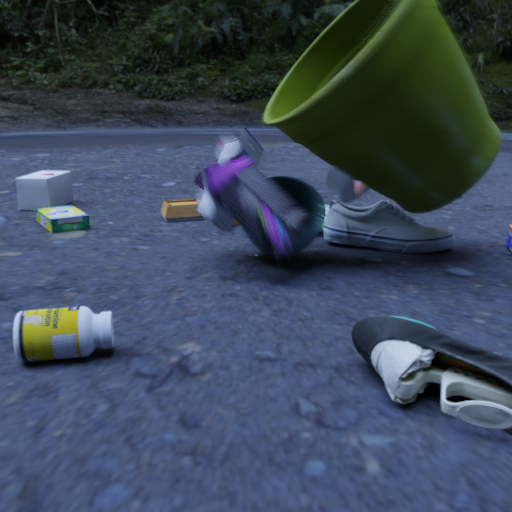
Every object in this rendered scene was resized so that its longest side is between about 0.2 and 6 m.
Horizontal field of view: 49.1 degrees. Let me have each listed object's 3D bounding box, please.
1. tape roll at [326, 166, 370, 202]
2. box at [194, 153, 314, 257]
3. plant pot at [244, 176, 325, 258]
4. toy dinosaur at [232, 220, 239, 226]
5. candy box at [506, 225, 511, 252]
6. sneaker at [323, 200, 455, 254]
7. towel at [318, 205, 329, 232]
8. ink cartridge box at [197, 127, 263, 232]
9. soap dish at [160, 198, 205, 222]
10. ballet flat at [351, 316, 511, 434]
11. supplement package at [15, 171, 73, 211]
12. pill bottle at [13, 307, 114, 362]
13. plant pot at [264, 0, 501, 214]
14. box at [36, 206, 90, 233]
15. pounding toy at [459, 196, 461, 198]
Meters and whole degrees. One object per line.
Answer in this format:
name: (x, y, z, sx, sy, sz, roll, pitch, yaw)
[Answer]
tape roll: (2.346, -1.990, 12.843, 1.568, 1.568, 0.518, -16, 56, -44)
box: (0.003, -0.923, 9.677, 1.895, 0.342, 1.355, 42, 34, 6)
plant pot: (0.457, -0.603, 10.741, 1.567, 1.050, 1.567, 3, 57, -4)
toy dinosaur: (-0.518, -0.975, 13.835, 0.979, 0.556, 1.842, 33, 32, 16)
candy box: (5.762, -0.247, 11.041, 1.330, 0.512, 1.124, 2, 18, 12)
sneaker: (2.742, -0.648, 11.571, 2.689, 0.952, 0.982, 6, 17, 9)
towel: (1.365, -0.879, 13.656, 2.514, 0.294, 1.918, -12, 20, -38)
ink cartridge box: (-0.473, -1.484, 10.854, 0.346, 1.865, 0.883, 17, -13, 32)
soap dish: (-1.868, -1.183, 14.361, 1.090, 0.443, 0.858, -6, 17, -16)
ballet flat: (1.885, 1.197, 5.704, 2.391, 0.813, 0.818, 13, 29, 38)
supplement package: (-5.934, -1.856, 15.808, 0.933, 0.922, 1.539, 2, 16, 5)
pill bottle: (-2.313, 0.939, 6.810, 1.102, 0.617, 0.617, -4, 17, -11)
plant pot: (2.565, -2.664, 10.352, 3.379, 3.510, 3.510, 39, 4, -20)
box: (-4.733, -0.925, 13.627, 0.927, 0.382, 1.580, -10, 18, -33)
pounding toy: (5.344, -2.267, 17.253, 1.956, 0.895, 1.719, 1, 16, 6)
